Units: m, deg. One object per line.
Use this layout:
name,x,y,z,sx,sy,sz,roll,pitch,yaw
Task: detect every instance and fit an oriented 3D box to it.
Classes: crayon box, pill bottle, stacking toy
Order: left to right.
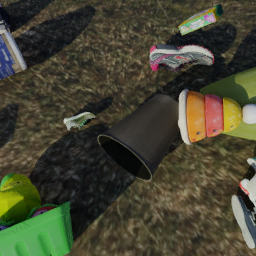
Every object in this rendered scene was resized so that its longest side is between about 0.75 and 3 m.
pill bottle,-5.134,-2.297,9.989,2.607,1.446,1.446,-27,65,-14
crayon box,2.366,-3.520,9.074,1.182,0.345,1.020,-12,25,39
stacking toy,2.529,-0.364,7.663,2.155,1.575,1.575,-3,60,20

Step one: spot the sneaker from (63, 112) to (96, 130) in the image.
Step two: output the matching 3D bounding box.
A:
sneaker,-1.601,-0.192,9.518,1.110,0.427,0.492,-16,77,-4

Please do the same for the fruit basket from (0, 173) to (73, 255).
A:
fruit basket,-2.844,2.338,7.404,2.727,1.967,2.727,1,78,-7

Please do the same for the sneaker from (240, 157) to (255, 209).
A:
sneaker,3.882,2.124,8.003,1.375,1.035,2.941,7,62,22

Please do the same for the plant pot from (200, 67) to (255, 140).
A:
plant pot,3.710,-0.717,8.762,2.767,2.589,2.589,-4,61,15

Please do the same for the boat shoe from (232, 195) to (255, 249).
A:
boat shoe,3.374,2.586,7.880,0.451,0.546,1.457,-12,64,-5

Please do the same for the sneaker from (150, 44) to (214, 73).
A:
sneaker,1.995,-2.520,10.496,2.364,0.953,0.883,4,78,10

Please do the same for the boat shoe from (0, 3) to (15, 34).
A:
boat shoe,-6.070,-4.514,11.320,2.609,1.210,0.974,-1,62,-1

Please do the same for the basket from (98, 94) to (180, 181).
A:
basket,0.611,0.152,8.659,2.091,1.577,2.319,31,62,29
